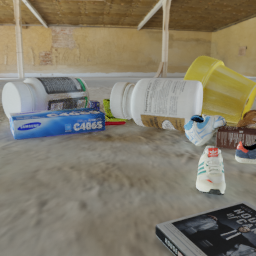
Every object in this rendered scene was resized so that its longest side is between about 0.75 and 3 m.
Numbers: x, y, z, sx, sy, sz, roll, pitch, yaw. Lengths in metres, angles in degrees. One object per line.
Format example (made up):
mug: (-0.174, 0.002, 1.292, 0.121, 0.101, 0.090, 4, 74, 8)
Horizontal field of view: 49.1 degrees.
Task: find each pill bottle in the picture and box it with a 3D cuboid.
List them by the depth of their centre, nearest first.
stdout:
pill bottle: (0.854, -0.747, 8.506, 2.588, 1.480, 1.480, 7, 14, 21)
pill bottle: (-2.880, -1.056, 10.075, 1.557, 1.557, 2.752, 11, 16, 40)

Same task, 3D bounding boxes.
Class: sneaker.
sneaker: (1.362, 0.646, 4.642, 0.434, 0.577, 1.234, 3, 12, 12)
sneaker: (2.785, 0.475, 5.635, 1.151, 0.486, 0.431, 3, 13, 9)
sneaker: (2.065, -0.110, 7.416, 0.724, 0.730, 2.014, -37, -7, 32)

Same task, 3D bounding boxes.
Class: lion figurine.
lion figurine: (3.677, -0.177, 8.388, 1.674, 0.606, 1.025, -16, 13, -40)

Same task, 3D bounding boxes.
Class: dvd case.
dvd case: (1.165, 1.211, 3.036, 1.404, 0.174, 1.055, -7, 14, -25)

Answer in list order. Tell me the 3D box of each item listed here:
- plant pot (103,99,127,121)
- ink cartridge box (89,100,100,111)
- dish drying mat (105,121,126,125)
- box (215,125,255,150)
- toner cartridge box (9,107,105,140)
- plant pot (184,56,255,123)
plant pot: (-0.433, -0.652, 10.105, 0.832, 0.755, 0.828, -3, 14, -15)
ink cartridge box: (-1.294, -0.752, 10.940, 0.328, 0.587, 0.860, -4, 13, -17)
dish drying mat: (-0.570, -0.161, 9.455, 0.960, 0.087, 0.369, -3, 12, -9)
box: (2.793, 0.262, 6.670, 1.270, 0.476, 0.636, 8, 14, 24)
toner cartridge box: (-2.111, -0.191, 8.441, 2.607, 0.563, 1.238, -6, 14, -27)
plant pot: (3.210, -1.189, 9.759, 2.093, 2.224, 2.224, 25, 24, 29)
